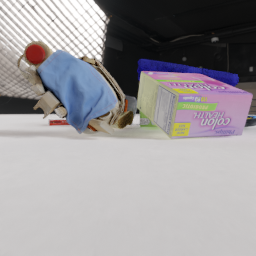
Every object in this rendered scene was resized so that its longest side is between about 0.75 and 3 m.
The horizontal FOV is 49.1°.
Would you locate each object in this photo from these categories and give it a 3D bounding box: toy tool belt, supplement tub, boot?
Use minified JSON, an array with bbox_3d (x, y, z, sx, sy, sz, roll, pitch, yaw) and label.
[{"bbox_3d":[-1.222,-0.874,5.718,2.563,1.600,1.575,44,4,-8],"label":"toy tool belt"},{"bbox_3d":[-0.599,-0.811,10.400,1.689,1.034,1.034,9,1,-14],"label":"supplement tub"},{"bbox_3d":[-0.451,-0.277,8.998,1.042,0.488,1.340,2,16,22],"label":"boot"}]

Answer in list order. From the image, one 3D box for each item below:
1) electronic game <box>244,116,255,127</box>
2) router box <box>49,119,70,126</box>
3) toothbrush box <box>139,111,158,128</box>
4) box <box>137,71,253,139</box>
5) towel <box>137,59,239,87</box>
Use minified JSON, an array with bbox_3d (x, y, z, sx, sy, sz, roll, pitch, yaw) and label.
[{"bbox_3d":[3.239,-0.235,8.734,1.830,0.381,1.830,-5,4,0],"label":"electronic game"},{"bbox_3d":[-2.596,-0.221,10.588,0.769,0.209,0.856,-1,3,-17],"label":"router box"},{"bbox_3d":[1.164,-0.579,8.304,1.605,1.169,0.691,0,-2,7],"label":"toothbrush box"},{"bbox_3d":[1.331,-0.588,6.197,1.687,0.927,1.918,-1,24,-19],"label":"box"},{"bbox_3d":[1.740,-1.545,8.956,2.956,0.732,2.183,10,7,3],"label":"towel"}]
